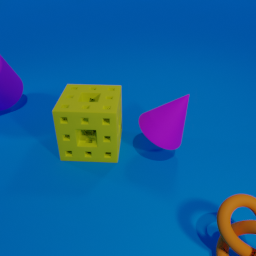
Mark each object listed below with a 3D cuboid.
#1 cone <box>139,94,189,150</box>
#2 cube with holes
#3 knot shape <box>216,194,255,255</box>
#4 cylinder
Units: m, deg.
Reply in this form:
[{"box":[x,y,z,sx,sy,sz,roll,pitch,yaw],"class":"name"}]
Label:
[{"box":[0.969,-0.307,5.921,1.101,1.105,1.101,21,39,-18],"class":"cone"},{"box":[-0.850,-0.136,6.538,1.313,1.313,1.313,2,34,3],"class":"cube with holes"},{"box":[1.841,1.621,3.963,1.143,1.221,0.564,9,0,30],"class":"knot shape"},{"box":[-3.777,-1.310,7.729,1.288,1.288,1.288,-2,68,5],"class":"cylinder"}]
